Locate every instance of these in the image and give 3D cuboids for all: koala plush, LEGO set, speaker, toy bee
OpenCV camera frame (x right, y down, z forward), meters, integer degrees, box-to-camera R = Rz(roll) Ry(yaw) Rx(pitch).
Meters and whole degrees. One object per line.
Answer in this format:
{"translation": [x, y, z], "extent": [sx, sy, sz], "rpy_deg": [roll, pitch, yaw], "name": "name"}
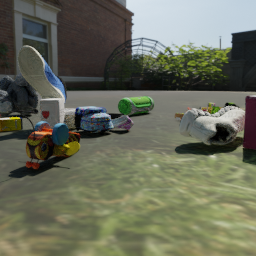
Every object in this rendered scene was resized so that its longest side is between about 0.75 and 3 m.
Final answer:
{"translation": [-5.978, -1.303, 14.014], "extent": [2.143, 2.221, 2.417], "rpy_deg": [-5, 26, 33], "name": "koala plush"}
{"translation": [3.055, -0.675, 12.129], "extent": [1.090, 0.882, 2.369], "rpy_deg": [-5, 11, -25], "name": "LEGO set"}
{"translation": [0.474, -1.226, 15.225], "extent": [0.977, 0.977, 2.209], "rpy_deg": [8, 13, 39], "name": "speaker"}
{"translation": [-1.874, 0.373, 6.208], "extent": [1.341, 1.114, 2.049], "rpy_deg": [-1, -18, 43], "name": "toy bee"}

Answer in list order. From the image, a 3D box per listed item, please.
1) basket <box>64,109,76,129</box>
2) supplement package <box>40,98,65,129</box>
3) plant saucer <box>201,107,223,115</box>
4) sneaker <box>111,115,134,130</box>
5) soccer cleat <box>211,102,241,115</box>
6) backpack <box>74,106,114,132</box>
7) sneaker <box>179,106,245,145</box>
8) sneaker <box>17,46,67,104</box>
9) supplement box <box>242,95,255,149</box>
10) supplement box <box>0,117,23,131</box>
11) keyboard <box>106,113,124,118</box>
{"translation": [-2.361, -0.371, 10.859], "extent": [1.133, 0.699, 0.768], "rpy_deg": [1, 10, 3], "name": "basket"}
{"translation": [-2.692, -0.459, 10.023], "extent": [0.706, 1.164, 0.697], "rpy_deg": [-1, 10, 2], "name": "supplement package"}
{"translation": [4.774, -0.915, 15.237], "extent": [1.348, 0.327, 1.349], "rpy_deg": [-4, 10, -16], "name": "plant saucer"}
{"translation": [-0.299, -0.064, 10.352], "extent": [1.091, 0.395, 0.622], "rpy_deg": [-15, -39, 33], "name": "sneaker"}
{"translation": [4.234, -0.519, 10.952], "extent": [2.386, 0.967, 0.806], "rpy_deg": [-5, 11, -27], "name": "soccer cleat"}
{"translation": [-1.153, -0.282, 9.833], "extent": [1.176, 0.867, 1.289], "rpy_deg": [-5, 11, -35], "name": "backpack"}
{"translation": [2.848, 0.013, 8.311], "extent": [2.818, 1.059, 1.142], "rpy_deg": [-8, 28, -34], "name": "sneaker"}
{"translation": [-3.237, -1.945, 10.848], "extent": [0.973, 2.535, 1.410], "rpy_deg": [-33, 13, 4], "name": "sneaker"}
{"translation": [4.244, -0.216, 7.817], "extent": [2.176, 1.424, 1.123], "rpy_deg": [-10, 14, -40], "name": "supplement box"}
{"translation": [-4.360, -0.143, 10.348], "extent": [0.792, 0.434, 0.431], "rpy_deg": [-6, 10, -36], "name": "supplement box"}
{"translation": [-1.273, -0.617, 13.761], "extent": [2.036, 0.261, 1.222], "rpy_deg": [1, 3, 9], "name": "keyboard"}
